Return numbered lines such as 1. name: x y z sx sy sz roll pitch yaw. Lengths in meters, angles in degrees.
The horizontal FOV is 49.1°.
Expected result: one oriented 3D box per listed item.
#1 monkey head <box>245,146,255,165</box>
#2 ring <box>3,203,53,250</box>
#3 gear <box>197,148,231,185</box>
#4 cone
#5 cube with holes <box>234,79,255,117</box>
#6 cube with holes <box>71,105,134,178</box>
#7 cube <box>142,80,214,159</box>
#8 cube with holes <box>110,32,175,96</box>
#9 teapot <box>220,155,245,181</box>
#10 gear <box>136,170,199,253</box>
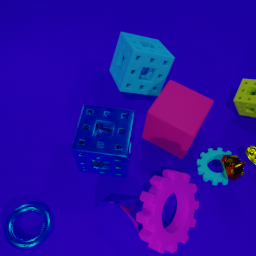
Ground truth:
1. monkey head: 4.044 1.233 7.493 1.964 1.413 1.183 21 23 -7
2. ring: -2.487 2.436 6.995 1.165 0.233 1.165 5 51 -7
3. gear: 2.501 1.062 7.837 1.099 0.203 1.099 -7 49 9
4. cone: 0.123 2.125 7.115 1.356 1.356 1.361 38 39 21
5. cube with holes: 3.825 -0.884 8.470 0.815 0.815 0.815 15 70 40
6. cube with holes: -0.614 0.392 7.743 1.391 1.391 1.391 7 59 4
7. cube: 1.390 -0.233 8.058 1.384 1.384 1.384 28 60 13
8. cube with holes: 0.365 -1.925 8.490 1.298 1.298 1.298 4 37 -24
9. teapot: 2.675 0.968 7.054 0.544 1.112 0.691 -19 74 5
10. gear: 0.989 1.940 6.594 0.342 1.850 1.850 3 48 48
